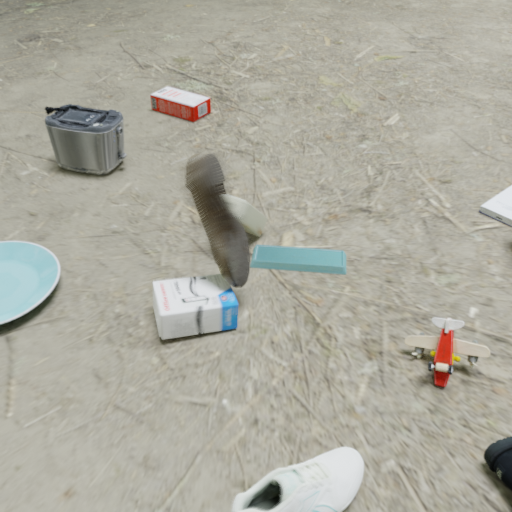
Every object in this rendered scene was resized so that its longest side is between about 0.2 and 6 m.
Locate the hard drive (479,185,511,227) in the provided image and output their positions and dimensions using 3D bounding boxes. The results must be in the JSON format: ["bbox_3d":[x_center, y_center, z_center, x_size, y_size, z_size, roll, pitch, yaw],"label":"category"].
[{"bbox_3d":[5.850,-1.130,12.624,1.449,0.184,0.956,-28,46,-32],"label":"hard drive"}]

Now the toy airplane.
[{"bbox_3d":[2.998,1.454,8.850,0.984,0.697,0.988,-37,56,5],"label":"toy airplane"}]

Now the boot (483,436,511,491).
[{"bbox_3d":[4.036,2.854,6.984,1.831,0.699,1.539,-15,36,-7],"label":"boot"}]

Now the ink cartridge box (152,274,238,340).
[{"bbox_3d":[-1.067,0.847,9.658,1.326,0.559,0.968,-7,36,-16],"label":"ink cartridge box"}]

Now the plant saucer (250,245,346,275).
[{"bbox_3d":[0.846,0.048,11.116,1.889,0.179,0.660,3,37,6],"label":"plant saucer"}]

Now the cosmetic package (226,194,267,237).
[{"bbox_3d":[-0.318,-0.820,11.269,0.656,1.247,0.443,21,86,26],"label":"cosmetic package"}]

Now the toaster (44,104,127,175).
[{"bbox_3d":[-4.266,-2.889,13.929,2.134,1.379,1.213,10,38,11],"label":"toaster"}]

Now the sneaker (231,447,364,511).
[{"bbox_3d":[0.556,2.889,6.867,1.991,0.798,0.700,-22,41,-26],"label":"sneaker"}]

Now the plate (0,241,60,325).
[{"bbox_3d":[-4.885,0.568,10.314,2.512,0.321,2.512,1,38,0],"label":"plate"}]

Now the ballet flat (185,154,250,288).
[{"bbox_3d":[-0.667,-0.545,9.377,0.559,2.412,0.813,-5,28,26],"label":"ballet flat"}]

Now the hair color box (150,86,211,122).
[{"bbox_3d":[-2.272,-4.577,16.848,1.669,0.511,0.847,23,44,26],"label":"hair color box"}]
